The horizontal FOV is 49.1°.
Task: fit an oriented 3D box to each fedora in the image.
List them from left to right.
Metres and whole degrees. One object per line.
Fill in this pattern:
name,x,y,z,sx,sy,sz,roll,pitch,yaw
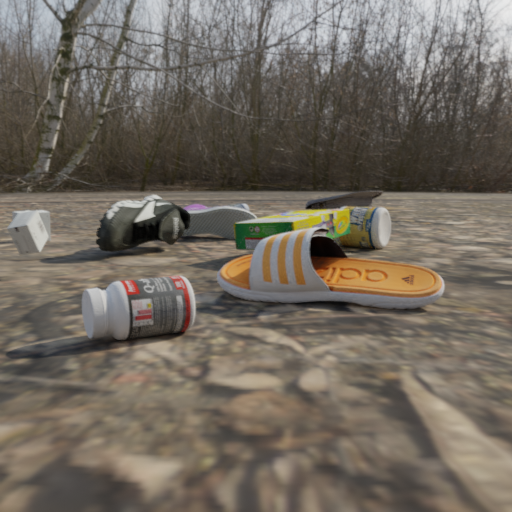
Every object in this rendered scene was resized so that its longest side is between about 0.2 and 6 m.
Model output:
fedora,2.337,-1.105,14.934,2.135,0.964,1.888,-5,1,40

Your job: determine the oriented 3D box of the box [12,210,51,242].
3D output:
box,-5.191,-0.676,12.945,0.712,0.715,0.468,-8,14,-41

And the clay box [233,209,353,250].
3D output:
clay box,0.803,-0.528,10.507,1.313,0.544,2.285,1,10,38

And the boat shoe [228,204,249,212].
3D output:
boat shoe,-0.860,-1.336,17.680,0.757,0.656,1.775,-4,7,-26

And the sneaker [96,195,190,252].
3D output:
sneaker,-2.114,-0.630,11.229,1.212,0.890,2.679,14,19,14

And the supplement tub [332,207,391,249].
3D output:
supplement tub,2.174,-0.612,11.957,1.203,0.870,0.870,5,10,32

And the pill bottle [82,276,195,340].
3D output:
pill bottle,-1.129,0.507,5.393,0.976,0.565,0.565,-4,9,-29

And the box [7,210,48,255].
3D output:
box,-3.463,-0.353,8.522,0.327,0.498,0.500,-9,32,4

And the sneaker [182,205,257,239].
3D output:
sneaker,-0.981,-0.976,13.935,2.154,0.781,1.228,4,18,4

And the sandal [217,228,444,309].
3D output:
sandal,0.873,0.031,6.932,2.788,0.799,1.068,2,29,16
